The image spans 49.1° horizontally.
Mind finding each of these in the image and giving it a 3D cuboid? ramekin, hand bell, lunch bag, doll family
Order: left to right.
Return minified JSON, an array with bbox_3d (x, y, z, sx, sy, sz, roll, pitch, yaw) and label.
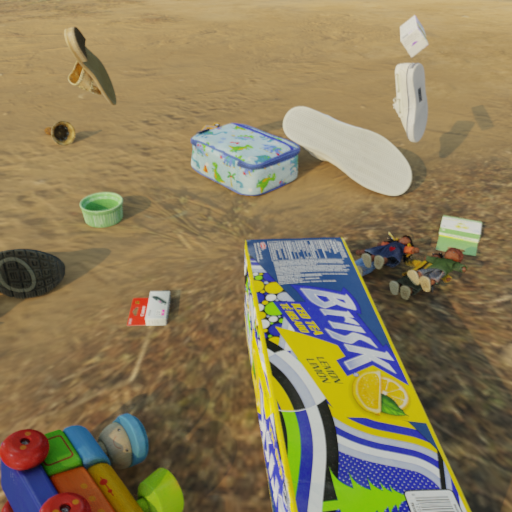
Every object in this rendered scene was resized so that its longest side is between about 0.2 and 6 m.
[{"bbox_3d":[-5.547,-3.410,15.428,0.663,0.663,1.273,-26,28,-33],"label":"hand bell"},{"bbox_3d":[-3.191,-0.943,11.650,0.867,0.424,0.867,0,33,0],"label":"ramekin"},{"bbox_3d":[-0.264,-2.380,13.362,1.919,0.984,2.388,-25,42,-37],"label":"lunch bag"},{"bbox_3d":[2.580,0.101,9.728,1.277,0.867,2.209,-31,41,-31],"label":"doll family"}]

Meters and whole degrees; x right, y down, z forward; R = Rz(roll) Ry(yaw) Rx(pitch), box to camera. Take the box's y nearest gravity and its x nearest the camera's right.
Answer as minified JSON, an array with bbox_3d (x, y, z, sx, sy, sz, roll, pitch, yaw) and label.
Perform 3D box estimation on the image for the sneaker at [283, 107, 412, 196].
[{"bbox_3d":[2.242,-2.509,13.300,3.188,1.174,1.842,33,13,7],"label":"sneaker"}]

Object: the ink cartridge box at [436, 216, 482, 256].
[{"bbox_3d":[3.991,-0.403,11.014,0.767,0.253,1.054,13,34,18],"label":"ink cartridge box"}]

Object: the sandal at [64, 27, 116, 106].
[{"bbox_3d":[-3.259,-3.462,10.443,0.621,1.888,0.692,-12,68,5],"label":"sandal"}]

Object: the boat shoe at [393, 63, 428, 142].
[{"bbox_3d":[3.180,-3.209,11.756,0.594,1.701,0.603,23,53,41],"label":"boat shoe"}]

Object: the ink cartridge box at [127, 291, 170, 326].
[{"bbox_3d":[-1.756,0.855,9.180,0.639,0.160,0.737,0,34,-3],"label":"ink cartridge box"}]

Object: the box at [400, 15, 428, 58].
[{"bbox_3d":[2.868,-4.031,10.228,0.373,0.348,1.800,-33,17,27],"label":"box"}]

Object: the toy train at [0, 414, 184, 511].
[{"bbox_3d":[-1.388,2.724,5.642,1.590,1.163,2.747,-12,33,-41],"label":"toy train"}]

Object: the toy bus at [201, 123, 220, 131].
[{"bbox_3d":[-1.288,-3.283,15.259,0.428,0.356,1.095,6,34,10],"label":"toy bus"}]

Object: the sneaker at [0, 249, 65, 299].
[{"bbox_3d":[-4.482,0.235,9.541,2.333,0.886,1.059,-3,15,-17],"label":"sneaker"}]

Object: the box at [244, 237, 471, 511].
[{"bbox_3d":[0.814,1.694,6.523,1.528,1.665,4.751,-3,34,-5],"label":"box"}]
